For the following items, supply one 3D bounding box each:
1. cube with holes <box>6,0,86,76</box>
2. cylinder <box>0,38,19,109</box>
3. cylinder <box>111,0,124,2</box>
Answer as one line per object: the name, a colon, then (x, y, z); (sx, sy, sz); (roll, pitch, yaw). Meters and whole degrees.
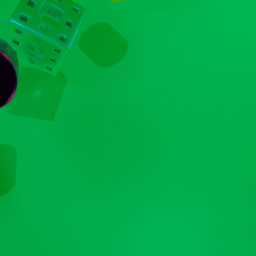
cube with holes: (-1.940, -2.261, 6.511); (1.267, 1.267, 1.267); (24, 63, -20)
cylinder: (-2.338, -0.917, 4.510); (1.068, 1.068, 1.068); (-8, 117, -16)
cylinder: (0.011, -3.803, 6.902); (1.116, 1.116, 1.116); (10, 75, 43)
